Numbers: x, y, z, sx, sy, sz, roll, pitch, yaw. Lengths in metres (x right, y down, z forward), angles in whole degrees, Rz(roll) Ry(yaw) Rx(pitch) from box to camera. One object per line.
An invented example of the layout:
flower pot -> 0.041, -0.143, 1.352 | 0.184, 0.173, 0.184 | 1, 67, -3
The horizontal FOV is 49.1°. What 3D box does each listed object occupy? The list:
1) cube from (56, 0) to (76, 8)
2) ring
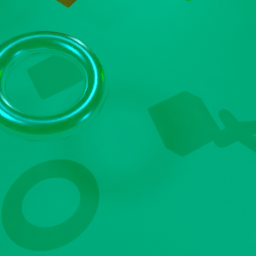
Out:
cube -> -1.609, -3.896, 6.661 | 1.228, 1.228, 1.228 | -45, 51, -1
ring -> -1.357, -0.744, 4.601 | 2.062, 0.412, 2.062 | 3, 65, -7
